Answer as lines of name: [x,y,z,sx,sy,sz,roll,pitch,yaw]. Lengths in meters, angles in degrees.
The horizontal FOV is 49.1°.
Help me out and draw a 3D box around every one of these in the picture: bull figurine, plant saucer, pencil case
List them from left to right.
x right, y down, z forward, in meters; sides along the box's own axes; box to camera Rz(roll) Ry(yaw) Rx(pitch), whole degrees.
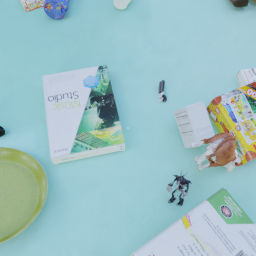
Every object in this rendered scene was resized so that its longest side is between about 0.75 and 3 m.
plant saucer: [-3.492,1.713,7.114,2.834,0.440,2.834,5,47,-5]
pencil case: [-2.604,-5.211,10.816,0.934,0.839,2.150,4,63,2]
bull figurine: [2.330,0.690,7.273,1.180,1.944,0.633,-20,57,9]

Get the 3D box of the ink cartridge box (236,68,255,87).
ink cartridge box: [4.166,-1.579,9.174,0.983,0.417,0.716,-9,63,-2]

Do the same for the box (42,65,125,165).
box: [-1.405,-0.509,8.550,2.129,0.536,2.951,-12,64,-6]

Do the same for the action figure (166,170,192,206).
action figure: [1.306,1.579,7.191,0.557,0.937,0.478,18,26,26]

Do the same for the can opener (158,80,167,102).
can opener: [1.116,-1.183,9.119,0.271,0.214,0.815,20,60,-29]

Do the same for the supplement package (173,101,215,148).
supplement package: [1.878,-0.088,7.945,0.666,0.669,1.140,-18,90,-25]

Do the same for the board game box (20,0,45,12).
board game box: [-3.692,-5.102,11.093,1.054,0.244,0.799,-24,65,-12]

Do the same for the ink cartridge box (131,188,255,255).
ink cartridge box: [1.638,2.952,6.153,2.752,1.155,1.993,-26,65,-25]

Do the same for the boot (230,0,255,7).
boot: [5.163,-5.630,10.927,2.910,1.022,2.127,4,63,4]

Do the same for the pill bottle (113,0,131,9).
pill bottle: [-0.159,-5.304,10.929,0.723,0.723,1.330,11,64,5]

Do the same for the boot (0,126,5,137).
boot: [-4.375,-0.192,8.438,1.320,0.488,1.081,-10,61,-3]

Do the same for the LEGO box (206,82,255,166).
LEGO box: [3.473,-0.146,8.112,1.477,0.765,1.984,-22,71,-11]
